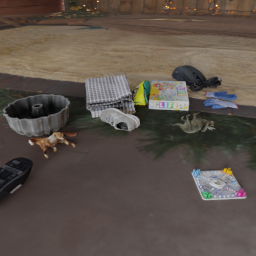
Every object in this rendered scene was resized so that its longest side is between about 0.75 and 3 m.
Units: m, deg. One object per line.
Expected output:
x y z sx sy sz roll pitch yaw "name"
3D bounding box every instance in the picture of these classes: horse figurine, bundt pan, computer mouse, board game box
-2.598 0.483 9.968 1.638 0.409 1.085 -25 43 -35 "horse figurine"
-3.500 -0.461 11.054 2.520 0.946 2.520 -1 28 1 "bundt pan"
3.643 -2.997 15.837 2.056 0.783 2.969 -18 33 -23 "computer mouse"
2.628 1.594 8.188 1.227 0.159 1.227 -1 29 -4 "board game box"
1.988 -1.654 13.766 1.788 0.455 2.659 3 29 5 "board game box"
-3.858 1.637 7.821 1.659 0.544 2.363 9 36 22 "computer mouse"

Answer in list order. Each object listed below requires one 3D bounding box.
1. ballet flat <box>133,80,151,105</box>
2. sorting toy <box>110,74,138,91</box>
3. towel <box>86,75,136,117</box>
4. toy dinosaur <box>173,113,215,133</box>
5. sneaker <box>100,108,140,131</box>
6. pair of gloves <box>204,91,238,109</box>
0.641 -1.752 13.770 0.757 0.754 2.258 -13 28 16 "ballet flat"
-0.598 -2.257 14.979 1.692 0.333 1.828 -22 41 -27 "sorting toy"
-0.890 -1.570 12.809 2.090 1.080 2.525 -6 33 -7 "towel"
2.467 -0.126 10.741 1.575 0.806 0.606 -14 -1 16 "toy dinosaur"
-0.446 -0.313 11.138 1.761 0.658 0.722 12 37 29 "sneaker"
4.480 -1.359 13.515 1.562 0.221 1.943 9 31 12 "pair of gloves"
